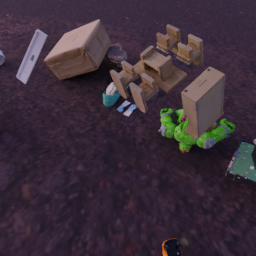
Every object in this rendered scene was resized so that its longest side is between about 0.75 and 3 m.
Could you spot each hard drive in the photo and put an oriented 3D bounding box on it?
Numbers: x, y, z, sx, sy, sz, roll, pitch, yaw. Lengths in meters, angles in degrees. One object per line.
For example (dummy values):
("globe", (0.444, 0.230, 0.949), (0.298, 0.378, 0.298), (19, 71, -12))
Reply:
("hard drive", (4.787, 1.462, 9.709), (2.303, 0.436, 1.609), (21, 56, 25))

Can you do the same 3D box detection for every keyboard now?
("keyboard", (-3.486, -2.561, 10.121), (0.549, 1.950, 0.104), (34, 15, 15))

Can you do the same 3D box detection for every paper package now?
("paper package", (-2.405, -3.833, 13.836), (2.519, 1.367, 2.643), (-9, 42, 28))

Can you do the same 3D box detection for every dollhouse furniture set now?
("dollhouse furniture set", (1.437, -1.310, 8.790), (2.544, 1.928, 2.903), (-42, 56, -12))

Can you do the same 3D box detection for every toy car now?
("toy car", (0.797, 3.728, 7.595), (1.657, 0.551, 0.813), (-26, 76, -27))

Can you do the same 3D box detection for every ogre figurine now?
("ogre figurine", (2.378, -0.010, 10.699), (2.865, 1.406, 1.718), (32, 41, 13))

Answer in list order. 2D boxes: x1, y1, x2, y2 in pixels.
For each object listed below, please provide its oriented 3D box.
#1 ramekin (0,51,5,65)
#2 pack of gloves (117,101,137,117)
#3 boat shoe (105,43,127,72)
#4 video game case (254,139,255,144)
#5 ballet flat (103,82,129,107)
("ramekin", (-6.850, -3.623, 14.597), (0.863, 0.863, 0.402), (-34, 67, -29))
("pack of gloves", (-0.042, -0.920, 12.410), (0.687, 0.161, 0.817), (24, 51, 23))
("boat shoe", (-0.653, -3.580, 14.433), (1.034, 1.018, 2.777), (-15, 32, -3))
("video game case", (6.100, 1.025, 10.477), (1.871, 0.226, 2.052), (-12, 48, -11))
("ballet flat", (-0.515, -1.862, 12.893), (0.726, 0.759, 2.157), (13, 46, 20))
